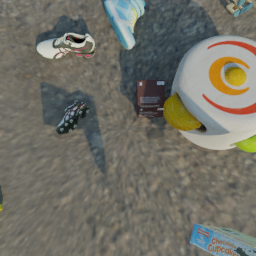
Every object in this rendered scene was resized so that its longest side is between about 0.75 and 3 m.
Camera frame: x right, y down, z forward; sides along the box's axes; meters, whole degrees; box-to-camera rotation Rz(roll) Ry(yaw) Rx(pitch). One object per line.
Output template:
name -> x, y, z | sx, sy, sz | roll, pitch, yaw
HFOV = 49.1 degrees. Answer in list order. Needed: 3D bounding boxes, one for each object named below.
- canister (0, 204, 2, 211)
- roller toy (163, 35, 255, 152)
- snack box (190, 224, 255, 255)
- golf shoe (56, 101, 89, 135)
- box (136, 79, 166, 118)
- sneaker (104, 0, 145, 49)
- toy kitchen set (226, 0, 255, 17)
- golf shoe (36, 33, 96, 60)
canister -> -3.415, 1.845, 6.080 | 1.049, 0.454, 0.779 | -41, 75, -13
roller toy -> 2.142, -0.807, 6.361 | 2.536, 1.772, 2.313 | 10, 70, 4
snack box -> 1.857, 1.781, 3.817 | 1.023, 1.761, 0.327 | 21, 81, -35
golf shoe -> -1.431, -0.253, 6.955 | 0.452, 0.396, 1.027 | 32, 67, 30
box -> 0.538, -0.702, 6.844 | 0.665, 0.801, 0.658 | -1, 69, 0
sneaker -> 0.102, -3.042, 7.797 | 1.110, 0.676, 1.700 | -21, 72, -6
toy kitchen set -> 3.506, -3.650, 7.893 | 1.132, 0.907, 0.667 | -31, 72, -11
golf shoe -> -1.693, -2.261, 7.488 | 1.639, 0.722, 0.633 | -3, 70, 0
